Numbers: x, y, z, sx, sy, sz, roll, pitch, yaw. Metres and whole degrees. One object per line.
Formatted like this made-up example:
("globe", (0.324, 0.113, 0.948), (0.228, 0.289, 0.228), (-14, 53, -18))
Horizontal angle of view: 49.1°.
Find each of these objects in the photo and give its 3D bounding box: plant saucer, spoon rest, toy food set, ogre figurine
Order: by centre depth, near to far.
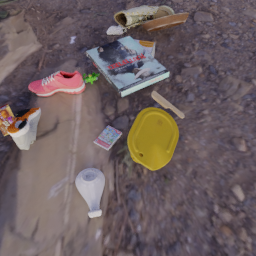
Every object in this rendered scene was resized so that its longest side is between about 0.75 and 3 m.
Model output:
("spoon rest", (-1.081, 1.908, 8.340), (0.911, 0.556, 1.834), (-8, 38, -8))
("toy food set", (0.814, 0.237, 9.491), (1.601, 0.889, 2.721), (32, 56, -6))
("ogre figurine", (-1.548, -2.064, 11.561), (0.823, 0.404, 0.494), (-1, 31, -20))
("plant saucer", (1.772, -4.945, 13.214), (2.241, 0.386, 2.241), (-13, 12, 3))

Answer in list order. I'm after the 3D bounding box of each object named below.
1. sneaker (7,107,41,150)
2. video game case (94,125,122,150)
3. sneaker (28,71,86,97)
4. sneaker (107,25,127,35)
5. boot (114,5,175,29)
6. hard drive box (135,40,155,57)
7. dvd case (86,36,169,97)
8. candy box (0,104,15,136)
("sneaker", (-3.477, 0.006, 9.687), (0.790, 0.960, 2.088), (-7, 28, 6))
("video game case", (-0.698, 0.334, 9.805), (0.622, 0.076, 0.870), (27, 56, 20))
("sneaker", (-2.837, -1.865, 11.003), (2.232, 0.968, 0.823), (-6, 51, -4))
("sneaker", (-0.544, -4.778, 13.731), (1.014, 0.380, 0.505), (-23, 55, -18))
("boot", (0.766, -5.285, 13.416), (1.978, 0.922, 2.558), (-26, 38, -32))
("hard drive box", (0.228, -2.907, 11.980), (1.532, 0.755, 1.966), (10, 52, 9))
("dvd case", (-0.071, -2.529, 10.971), (2.121, 0.320, 2.905), (-25, 55, -18))
("candy box", (-4.222, -0.270, 9.675), (0.593, 1.017, 0.287), (-26, 42, -20))
